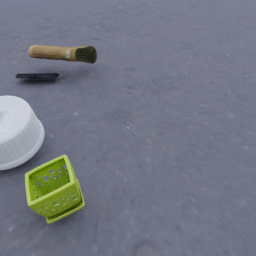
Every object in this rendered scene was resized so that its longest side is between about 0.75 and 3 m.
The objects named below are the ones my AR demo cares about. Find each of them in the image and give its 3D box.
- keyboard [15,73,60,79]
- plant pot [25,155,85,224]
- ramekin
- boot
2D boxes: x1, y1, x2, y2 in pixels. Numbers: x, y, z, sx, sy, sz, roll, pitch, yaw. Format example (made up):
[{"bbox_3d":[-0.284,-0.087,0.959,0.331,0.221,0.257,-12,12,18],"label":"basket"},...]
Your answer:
[{"bbox_3d":[-3.648,-2.111,11.250,1.611,0.207,0.968,-1,18,-1],"label":"keyboard"},{"bbox_3d":[-1.438,1.292,5.718,0.958,0.874,0.963,-25,36,-7],"label":"plant pot"},{"bbox_3d":[-3.189,0.043,7.127,1.890,0.921,1.890,-1,50,2],"label":"ramekin"},{"bbox_3d":[-2.681,-3.175,11.829,2.226,0.736,1.950,9,11,22],"label":"boot"}]
